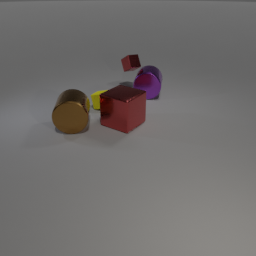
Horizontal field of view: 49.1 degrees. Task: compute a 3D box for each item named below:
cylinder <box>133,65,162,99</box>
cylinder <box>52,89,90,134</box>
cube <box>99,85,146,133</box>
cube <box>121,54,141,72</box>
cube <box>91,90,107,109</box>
[{"bbox_3d":[1.049,-2.379,14.491,1.400,1.400,1.400,4,28,8],"label":"cylinder"},{"bbox_3d":[-2.262,-0.687,11.308,1.400,1.400,1.400,-2,28,-4],"label":"cylinder"},{"bbox_3d":[-0.194,-0.822,11.577,1.400,1.400,1.400,18,33,30],"label":"cube"},{"bbox_3d":[0.157,-3.470,14.968,0.700,0.700,0.700,-15,0,-35],"label":"cube"},{"bbox_3d":[-1.213,-1.333,13.097,0.700,0.700,0.700,-2,22,26],"label":"cube"}]
